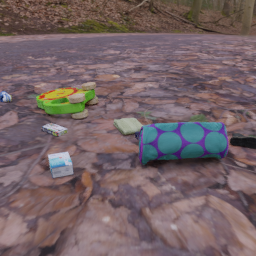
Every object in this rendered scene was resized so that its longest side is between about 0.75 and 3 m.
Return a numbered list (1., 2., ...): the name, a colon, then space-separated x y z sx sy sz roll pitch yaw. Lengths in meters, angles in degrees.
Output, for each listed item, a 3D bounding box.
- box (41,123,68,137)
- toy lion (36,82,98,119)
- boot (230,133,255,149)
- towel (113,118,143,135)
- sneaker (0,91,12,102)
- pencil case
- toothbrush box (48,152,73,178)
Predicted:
1. box: -2.666 0.061 10.127 0.899 0.156 0.494 17 29 34
2. toy lion: -2.856 -1.259 12.437 2.724 0.976 2.842 -3 23 10
3. boot: 3.913 0.355 9.230 0.998 0.387 0.691 10 21 21
4. towel: 0.033 -0.096 10.396 0.939 0.231 1.266 -9 25 -18
5. sneaker: -5.981 -1.492 13.422 0.429 0.386 1.043 -24 32 -39
6. pencil case: 1.530 0.427 8.040 2.556 1.181 1.088 -2 44 -6
7. toothbrush box: -1.864 1.006 7.747 0.571 0.332 0.780 -8 23 -18
